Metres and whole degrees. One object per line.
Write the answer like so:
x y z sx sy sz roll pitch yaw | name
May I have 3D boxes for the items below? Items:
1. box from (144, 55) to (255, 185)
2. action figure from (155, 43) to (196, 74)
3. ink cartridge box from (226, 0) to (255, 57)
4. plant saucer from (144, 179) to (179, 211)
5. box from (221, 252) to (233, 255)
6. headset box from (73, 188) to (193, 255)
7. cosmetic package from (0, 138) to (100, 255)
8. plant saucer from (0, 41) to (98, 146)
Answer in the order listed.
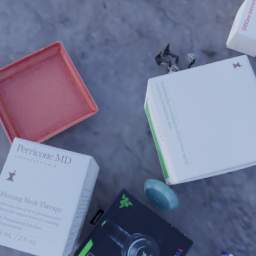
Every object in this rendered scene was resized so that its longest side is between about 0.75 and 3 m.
2.050 -0.042 7.574 2.677 2.293 2.664 -14 77 -3 | box
1.619 -1.890 8.814 0.971 0.833 1.633 -41 78 -20 | action figure
4.540 -3.111 9.057 2.145 0.921 1.570 21 77 4 | ink cartridge box
0.855 1.889 7.684 1.118 1.118 0.201 41 53 9 | plant saucer
2.992 4.104 7.604 1.447 0.300 0.861 35 79 11 | box
0.072 3.050 7.426 2.414 1.120 2.102 37 79 8 | headset box
-2.084 1.790 7.279 2.010 1.998 2.402 14 75 4 | cosmetic package
-2.700 -0.961 8.739 2.746 0.505 2.751 -29 77 -7 | plant saucer
